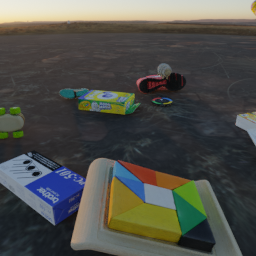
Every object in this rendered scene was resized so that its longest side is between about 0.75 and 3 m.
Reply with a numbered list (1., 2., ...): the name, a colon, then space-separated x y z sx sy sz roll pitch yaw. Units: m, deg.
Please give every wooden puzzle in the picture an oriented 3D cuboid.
1. wooden puzzle: 0.538 1.528 5.662 2.933 0.546 2.713 11 23 -5

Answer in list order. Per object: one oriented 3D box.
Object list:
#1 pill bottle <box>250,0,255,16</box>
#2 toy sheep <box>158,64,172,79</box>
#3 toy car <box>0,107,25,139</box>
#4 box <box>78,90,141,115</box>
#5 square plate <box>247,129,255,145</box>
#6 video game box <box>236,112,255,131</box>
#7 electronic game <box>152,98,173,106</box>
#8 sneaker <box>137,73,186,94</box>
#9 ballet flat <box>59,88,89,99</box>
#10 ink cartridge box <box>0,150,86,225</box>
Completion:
1. pill bottle: 4.164 -3.687 8.755 0.435 0.435 0.834 0 43 1
2. toy sheep: 1.509 -2.410 11.750 0.613 0.613 0.889 -12 35 -25
3. toy car: -4.097 -0.278 9.952 0.975 1.015 1.235 -3 14 -7
4. box: -0.773 -1.153 12.362 2.477 0.599 1.453 8 25 15
5. square plate: 4.529 0.659 8.055 1.719 0.247 1.735 -2 44 -4
6. video game box: 5.382 -0.053 9.935 1.991 0.511 2.185 -8 25 -21
7. electronic game: 1.588 -1.229 12.989 0.992 0.206 0.992 0 24 0
8. sneaker: 1.749 -2.546 15.014 2.740 1.010 1.189 -6 23 -13
9. ballet flat: -2.616 -1.657 13.774 1.480 0.560 0.473 -2 -7 -14
10. ink cartridge box: -2.050 1.310 6.763 2.396 0.530 1.127 20 31 37
